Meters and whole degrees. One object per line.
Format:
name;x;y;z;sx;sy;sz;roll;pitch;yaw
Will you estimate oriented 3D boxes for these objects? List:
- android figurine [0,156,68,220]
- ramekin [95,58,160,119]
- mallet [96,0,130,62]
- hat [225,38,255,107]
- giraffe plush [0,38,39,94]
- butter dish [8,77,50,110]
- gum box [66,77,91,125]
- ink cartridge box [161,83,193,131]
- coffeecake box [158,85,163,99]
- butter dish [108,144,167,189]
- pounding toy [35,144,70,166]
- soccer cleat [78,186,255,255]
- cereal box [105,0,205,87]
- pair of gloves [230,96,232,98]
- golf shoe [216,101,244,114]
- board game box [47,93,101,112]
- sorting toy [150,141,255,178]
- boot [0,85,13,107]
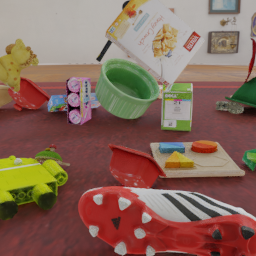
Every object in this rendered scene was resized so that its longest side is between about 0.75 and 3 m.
android figurine;-2.341;1.051;5.670;2.052;0.463;2.255;-6;18;-33
ramekin;-0.099;-1.571;11.488;2.551;1.246;2.551;19;41;-17
mallet;-0.442;-3.909;11.358;0.575;2.796;0.921;29;5;-26
hat;5.753;-2.172;12.155;2.367;2.516;2.858;15;11;7
giraffe plush;-3.325;-1.909;8.006;1.557;1.263;1.344;38;-9;-1
butter dish;-4.749;-1.429;12.914;1.837;1.358;1.832;17;-21;43
gum box;-1.880;-1.110;10.792;0.583;1.764;1.001;5;17;14
ink cartridge box;1.864;-1.508;10.302;1.062;2.803;2.072;4;17;12
coffeecake box;1.677;-2.171;16.483;1.208;0.575;1.574;-15;22;-42
butter dish;0.080;0.942;5.730;1.113;0.825;1.116;15;-21;30
pounding toy;-1.806;0.630;6.685;0.620;0.373;0.803;-3;-23;22
soccer cleat;0.591;1.356;4.223;2.667;0.915;1.136;6;7;11
cereal box;0.800;-2.613;8.147;2.412;1.735;0.477;37;-7;-5
pair of gloves;7.126;-1.607;14.779;2.711;0.475;2.306;-6;18;-16
golf shoe;4.667;-0.977;12.621;0.670;0.539;1.378;-5;17;-35
board game box;-2.251;-1.134;12.242;2.281;0.417;1.725;-8;-4;-22
sorting toy;2.084;0.667;7.167;2.839;0.418;2.098;-1;16;-2
boot;-5.909;-1.086;11.904;2.327;1.090;2.994;15;23;42
